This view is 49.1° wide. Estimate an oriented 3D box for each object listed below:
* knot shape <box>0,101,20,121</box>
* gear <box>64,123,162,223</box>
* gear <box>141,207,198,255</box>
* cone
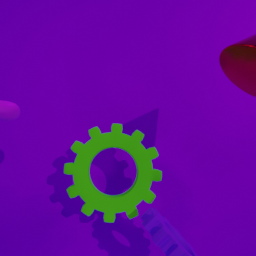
[{"bbox_3d":[-2.418,-0.349,4.253,1.476,1.577,0.729,8,54,-22],"label":"knot shape"},{"bbox_3d":[-0.322,0.956,6.122,2.050,0.379,2.050,0,85,-3],"label":"gear"},{"bbox_3d":[0.864,2.168,5.235,0.281,1.519,1.519,-43,83,-1],"label":"gear"},{"bbox_3d":[2.306,-1.273,4.264,1.274,1.274,1.279,37,82,6],"label":"cone"}]
